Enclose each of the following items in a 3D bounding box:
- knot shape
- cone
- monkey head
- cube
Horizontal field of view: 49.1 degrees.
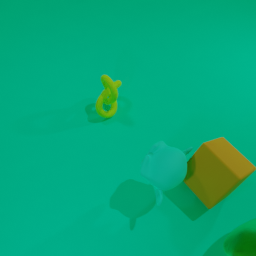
[{"bbox_3d":[-0.550,-0.846,7.834,0.561,1.214,1.136,11,91,1],"label":"knot shape"},{"bbox_3d":[2.673,2.516,4.742,1.540,1.540,1.546,-23,88,-20],"label":"cone"},{"bbox_3d":[0.690,0.845,5.680,0.881,1.052,1.462,34,61,6],"label":"monkey head"},{"bbox_3d":[1.875,0.919,5.952,0.983,0.983,0.983,-9,50,-49],"label":"cube"}]
